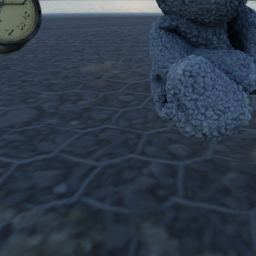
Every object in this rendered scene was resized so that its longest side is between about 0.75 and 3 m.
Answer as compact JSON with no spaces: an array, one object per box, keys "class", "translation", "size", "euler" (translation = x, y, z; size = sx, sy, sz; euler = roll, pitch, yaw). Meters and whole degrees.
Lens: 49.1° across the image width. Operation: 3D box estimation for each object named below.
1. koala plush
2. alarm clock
[{"class":"koala plush","translation":[1.088,-1.739,4.060],"size":[2.593,2.924,2.687],"euler":[-24,16,-11]},{"class":"alarm clock","translation":[-1.665,-1.664,3.749],"size":[0.536,1.086,1.610],"euler":[-7,46,54]}]
